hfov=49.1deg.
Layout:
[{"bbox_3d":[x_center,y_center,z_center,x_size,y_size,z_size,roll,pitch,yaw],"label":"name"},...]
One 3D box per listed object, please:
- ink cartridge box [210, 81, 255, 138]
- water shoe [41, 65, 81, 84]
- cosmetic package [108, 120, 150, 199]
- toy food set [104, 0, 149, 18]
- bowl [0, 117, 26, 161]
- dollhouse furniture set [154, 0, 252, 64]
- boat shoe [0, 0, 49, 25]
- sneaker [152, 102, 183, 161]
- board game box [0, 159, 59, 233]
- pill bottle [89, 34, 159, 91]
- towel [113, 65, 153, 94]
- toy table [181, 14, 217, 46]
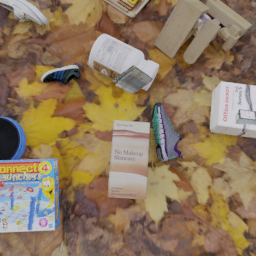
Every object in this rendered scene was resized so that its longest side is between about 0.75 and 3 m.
[{"bbox_3d":[4.707,-0.661,11.096,2.560,1.075,1.862,7,76,2],"label":"ink cartridge box"},{"bbox_3d":[-2.805,-2.129,11.721,1.640,0.586,0.647,-20,80,-4],"label":"water shoe"},{"bbox_3d":[0.055,1.219,10.563,1.447,1.221,2.799,2,76,1],"label":"cosmetic package"},{"bbox_3d":[-0.152,-6.483,12.652,2.779,0.840,1.994,36,79,8],"label":"toy food set"},{"bbox_3d":[-5.212,0.595,11.127,2.215,0.435,2.215,0,76,0],"label":"bowl"},{"bbox_3d":[3.284,-4.077,12.249,2.618,2.243,2.753,42,45,9],"label":"dollhouse furniture set"},{"bbox_3d":[-4.632,-5.129,12.311,2.559,0.921,0.841,37,85,9],"label":"boat shoe"},{"bbox_3d":[1.580,0.122,11.135,1.019,0.866,2.327,-5,87,-12],"label":"sneaker"},{"bbox_3d":[-3.884,2.432,10.286,2.581,0.721,2.527,-2,85,-2],"label":"board game box"},{"bbox_3d":[-0.140,-2.598,11.368,2.599,1.486,1.486,28,78,6],"label":"pill bottle"},{"bbox_3d":[0.154,-1.525,9.068,0.968,1.006,0.174,-30,51,34],"label":"towel"},{"bbox_3d":[2.821,-4.176,11.804,1.711,1.573,1.002,39,61,11],"label":"toy table"}]
